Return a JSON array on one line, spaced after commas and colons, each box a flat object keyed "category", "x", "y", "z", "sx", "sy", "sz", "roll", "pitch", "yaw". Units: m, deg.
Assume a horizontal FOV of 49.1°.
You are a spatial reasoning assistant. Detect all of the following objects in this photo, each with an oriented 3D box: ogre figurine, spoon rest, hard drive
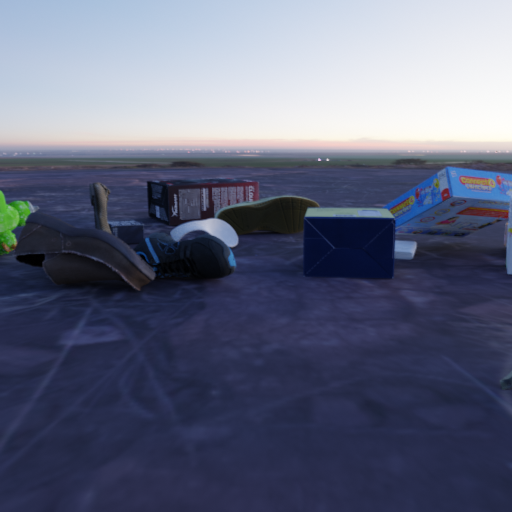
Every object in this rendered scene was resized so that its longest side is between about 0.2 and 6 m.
[{"category": "ogre figurine", "x": -5.586, "y": -0.622, "z": 11.216, "sx": 1.587, "sy": 1.298, "sz": 2.646, "roll": -8, "pitch": -4, "yaw": 22}, {"category": "spoon rest", "x": -1.016, "y": -0.484, "z": 11.823, "sx": 1.566, "sy": 0.475, "sz": 0.778, "roll": -2, "pitch": 54, "yaw": -42}, {"category": "hard drive", "x": 2.837, "y": -0.137, "z": 11.528, "sx": 0.821, "sy": 0.166, "sz": 1.244, "roll": 4, "pitch": 12, "yaw": 19}]

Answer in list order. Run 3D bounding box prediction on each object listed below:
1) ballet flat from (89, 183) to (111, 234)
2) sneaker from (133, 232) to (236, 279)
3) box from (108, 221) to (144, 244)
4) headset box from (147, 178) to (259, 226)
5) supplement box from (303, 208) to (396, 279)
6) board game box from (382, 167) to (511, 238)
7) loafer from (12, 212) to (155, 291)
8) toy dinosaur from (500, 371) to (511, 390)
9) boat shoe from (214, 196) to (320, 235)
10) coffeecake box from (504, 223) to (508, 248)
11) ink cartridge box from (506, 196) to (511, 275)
[{"category": "ballet flat", "x": -2.825, "y": -0.699, "z": 10.456, "sx": 0.374, "sy": 1.615, "sz": 0.544, "roll": -5, "pitch": -31, "yaw": -24}, {"category": "sneaker", "x": -1.273, "y": 0.129, "z": 9.220, "sx": 2.131, "sy": 0.780, "sz": 0.873, "roll": 3, "pitch": 28, "yaw": 38}, {"category": "box", "x": -3.001, "y": -0.530, "z": 12.713, "sx": 0.740, "sy": 0.460, "sz": 0.746, "roll": -6, "pitch": 13, "yaw": -26}, {"category": "headset box", "x": -1.458, "y": -1.665, "z": 16.552, "sx": 3.036, "sy": 1.172, "sz": 2.259, "roll": -7, "pitch": 13, "yaw": -24}, {"category": "supplement box", "x": 1.627, "y": -0.276, "z": 9.996, "sx": 1.535, "sy": 1.030, "sz": 1.533, "roll": 2, "pitch": 12, "yaw": 8}, {"category": "board game box", "x": 4.116, "y": -1.023, "z": 11.574, "sx": 2.180, "sy": 0.609, "sz": 2.135, "roll": 2, "pitch": -18, "yaw": -23}, {"category": "loafer", "x": -2.791, "y": 0.120, "z": 8.947, "sx": 2.747, "sy": 0.975, "sz": 1.003, "roll": 15, "pitch": -22, "yaw": 31}, {"category": "toy dinosaur", "x": 3.652, "y": 0.913, "z": 5.375, "sx": 2.655, "sy": 0.630, "sz": 1.170, "roll": -1, "pitch": 18, "yaw": 12}, {"category": "boat shoe", "x": 0.286, "y": -1.031, "z": 14.085, "sx": 2.648, "sy": 0.966, "sz": 0.833, "roll": -9, "pitch": 17, "yaw": -8}, {"category": "coffeecake box", "x": 5.732, "y": -0.291, "z": 11.302, "sx": 1.098, "sy": 0.523, "sz": 1.430, "roll": 4, "pitch": 13, "yaw": 13}, {"category": "ink cartridge box", "x": 4.713, "y": -0.383, "z": 9.804, "sx": 0.578, "sy": 1.322, "sz": 0.960, "roll": 5, "pitch": 12, "yaw": 21}]
